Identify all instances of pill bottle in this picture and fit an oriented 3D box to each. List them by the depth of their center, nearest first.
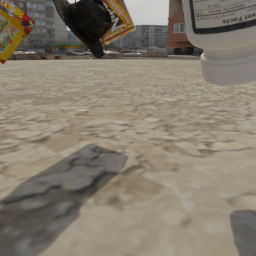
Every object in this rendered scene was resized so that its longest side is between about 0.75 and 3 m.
[{"bbox_3d":[1.649,-2.133,4.514,1.574,2.632,1.574,-12,28,7],"label":"pill bottle"}]

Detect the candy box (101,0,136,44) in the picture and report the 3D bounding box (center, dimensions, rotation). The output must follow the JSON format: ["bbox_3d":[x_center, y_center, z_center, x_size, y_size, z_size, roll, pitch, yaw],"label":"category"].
[{"bbox_3d":[-0.590,-3.555,8.295,1.042,1.805,0.499,-23,1,14],"label":"candy box"}]

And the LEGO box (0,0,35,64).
[{"bbox_3d":[-3.622,-2.771,7.986,1.560,1.162,0.602,-34,38,28],"label":"LEGO box"}]

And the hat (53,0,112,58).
[{"bbox_3d":[-0.868,-2.613,6.565,0.798,1.977,1.977,-34,8,17],"label":"hat"}]
